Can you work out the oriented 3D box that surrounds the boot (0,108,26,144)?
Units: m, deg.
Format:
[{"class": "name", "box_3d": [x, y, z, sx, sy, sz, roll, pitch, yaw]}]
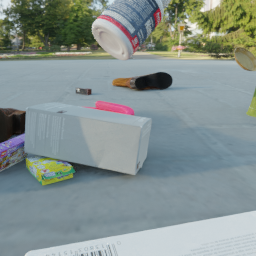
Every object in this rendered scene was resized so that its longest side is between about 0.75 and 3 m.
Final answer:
[{"class": "boot", "box_3d": [-4.447, -0.166, 7.303, 2.909, 0.934, 2.711, 6, 4, 9]}]

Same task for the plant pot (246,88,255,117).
[{"class": "plant pot", "box_3d": [4.791, -0.964, 9.845, 1.089, 1.034, 1.089, -1, 17, 0]}]

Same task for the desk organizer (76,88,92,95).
[{"class": "desk organizer", "box_3d": [-2.238, -1.855, 14.102, 0.854, 0.306, 0.329, 13, 19, 37]}]

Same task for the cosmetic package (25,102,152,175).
[{"class": "cosmetic package", "box_3d": [-0.762, 0.140, 5.761, 2.338, 1.054, 1.249, 7, 11, 10]}]

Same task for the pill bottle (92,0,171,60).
[{"class": "pill bottle", "box_3d": [0.199, -3.303, 8.191, 2.383, 1.425, 1.425, -52, 37, -12]}]

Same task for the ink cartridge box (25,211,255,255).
[{"class": "ink cartridge box", "box_3d": [0.586, 1.609, 1.994, 2.640, 0.590, 2.326, -5, 17, -14]}]

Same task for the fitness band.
[{"class": "fitness band", "box_3d": [-1.108, -0.350, 8.821, 2.806, 0.525, 2.016, 13, 24, 40]}]

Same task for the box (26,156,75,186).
[{"class": "box", "box_3d": [-1.494, 0.782, 5.382, 0.622, 0.256, 1.059, -10, 17, -34]}]

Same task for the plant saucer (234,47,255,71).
[{"class": "plant saucer", "box_3d": [3.449, -1.987, 8.236, 0.899, 0.899, 0.159, -10, -24, -31]}]

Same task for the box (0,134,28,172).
[{"class": "box", "box_3d": [-2.337, 0.496, 5.632, 0.186, 0.652, 0.953, 36, 25, 9]}]

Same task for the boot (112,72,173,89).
[{"class": "boot", "box_3d": [0.823, -2.652, 16.315, 2.673, 0.972, 2.839, -17, 15, -24]}]
